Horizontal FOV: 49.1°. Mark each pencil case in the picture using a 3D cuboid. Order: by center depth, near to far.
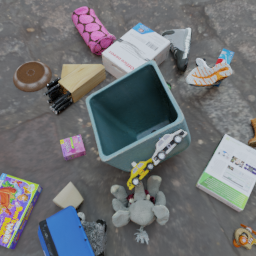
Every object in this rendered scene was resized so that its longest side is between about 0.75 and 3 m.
[{"bbox_3d":[-1.635,-4.608,13.107,1.221,1.183,2.607,-40,66,15],"label":"pencil case"}]

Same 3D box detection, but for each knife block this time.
[{"bbox_3d":[-2.176,-1.609,11.674,2.436,0.779,2.139,0,63,-1],"label":"knife block"}]

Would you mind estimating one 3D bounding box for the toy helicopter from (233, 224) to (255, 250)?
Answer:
[{"bbox_3d":[4.032,3.610,9.140,1.146,0.452,0.758,22,54,-1],"label":"toy helicopter"}]

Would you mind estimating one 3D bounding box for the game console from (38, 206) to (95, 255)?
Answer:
[{"bbox_3d":[-1.950,3.612,8.606,1.082,1.561,1.829,-14,61,-30],"label":"game console"}]

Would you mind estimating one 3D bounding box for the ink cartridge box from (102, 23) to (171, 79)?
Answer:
[{"bbox_3d":[0.350,-3.195,12.353,1.828,1.065,2.528,39,68,19],"label":"ink cartridge box"}]

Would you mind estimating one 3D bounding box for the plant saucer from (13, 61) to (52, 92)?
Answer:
[{"bbox_3d":[-4.249,-2.362,12.350,1.710,0.313,1.710,0,61,-1],"label":"plant saucer"}]

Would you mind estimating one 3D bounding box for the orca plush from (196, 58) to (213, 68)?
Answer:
[{"bbox_3d":[3.460,-2.827,12.563,0.342,0.506,0.961,7,20,-43],"label":"orca plush"}]

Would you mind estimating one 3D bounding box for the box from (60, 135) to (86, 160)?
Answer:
[{"bbox_3d":[-2.078,0.738,10.622,0.818,0.395,0.719,-16,63,-8],"label":"box"}]

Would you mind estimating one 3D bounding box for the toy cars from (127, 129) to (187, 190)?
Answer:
[{"bbox_3d":[0.643,0.806,7.719,0.547,2.471,1.108,44,38,8],"label":"toy cars"}]

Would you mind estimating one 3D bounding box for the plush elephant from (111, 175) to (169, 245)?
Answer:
[{"bbox_3d":[0.392,2.459,8.932,1.842,1.731,2.236,-6,62,-3],"label":"plush elephant"}]

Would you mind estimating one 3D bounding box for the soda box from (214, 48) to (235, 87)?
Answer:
[{"bbox_3d":[4.102,-2.668,12.348,0.550,0.581,1.713,24,65,12],"label":"soda box"}]

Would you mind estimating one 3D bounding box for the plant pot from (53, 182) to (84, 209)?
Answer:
[{"bbox_3d":[-1.968,2.439,9.520,0.736,0.830,0.831,41,68,7],"label":"plant pot"}]

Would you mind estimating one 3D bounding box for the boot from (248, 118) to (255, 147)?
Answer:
[{"bbox_3d":[5.063,0.103,10.880,1.396,0.535,1.083,-16,64,-9],"label":"boot"}]

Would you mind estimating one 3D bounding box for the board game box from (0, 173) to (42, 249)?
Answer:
[{"bbox_3d":[-4.057,2.766,9.483,1.434,0.477,2.133,15,63,8],"label":"board game box"}]

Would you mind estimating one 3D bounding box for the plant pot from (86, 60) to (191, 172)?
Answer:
[{"bbox_3d":[0.576,-0.008,9.379,2.627,2.683,2.634,-28,53,11],"label":"plant pot"}]

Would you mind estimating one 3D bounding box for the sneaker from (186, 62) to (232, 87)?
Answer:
[{"bbox_3d":[3.123,-1.954,11.017,2.095,0.809,0.820,-14,75,-24],"label":"sneaker"}]

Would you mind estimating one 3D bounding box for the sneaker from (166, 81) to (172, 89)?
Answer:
[{"bbox_3d":[1.170,-1.810,11.933,1.305,0.509,0.556,18,64,9],"label":"sneaker"}]

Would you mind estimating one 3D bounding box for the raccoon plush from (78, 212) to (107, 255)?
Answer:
[{"bbox_3d":[-1.455,3.565,8.492,1.455,1.051,2.171,-1,35,4],"label":"raccoon plush"}]

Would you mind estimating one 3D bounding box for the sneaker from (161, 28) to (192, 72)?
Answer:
[{"bbox_3d":[2.029,-3.582,12.724,1.542,1.002,2.670,8,52,10],"label":"sneaker"}]

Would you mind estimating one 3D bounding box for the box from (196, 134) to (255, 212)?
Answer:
[{"bbox_3d":[3.765,1.563,10.176,1.715,0.432,2.376,31,65,15],"label":"box"}]
